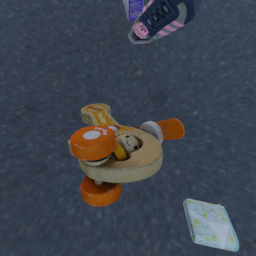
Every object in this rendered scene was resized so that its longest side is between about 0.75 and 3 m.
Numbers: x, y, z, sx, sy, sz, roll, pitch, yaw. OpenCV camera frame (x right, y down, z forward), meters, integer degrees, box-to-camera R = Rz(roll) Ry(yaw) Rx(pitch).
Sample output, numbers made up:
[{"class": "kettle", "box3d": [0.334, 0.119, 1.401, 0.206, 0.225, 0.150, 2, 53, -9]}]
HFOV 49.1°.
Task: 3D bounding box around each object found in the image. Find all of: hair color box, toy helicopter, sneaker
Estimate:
[{"class": "hair color box", "box3d": [0.103, -3.352, 6.920, 0.435, 1.343, 0.734, -14, 81, -3]}, {"class": "toy helicopter", "box3d": [-0.193, 0.060, 4.774, 1.692, 1.009, 2.559, -14, 28, -14]}, {"class": "sneaker", "box3d": [0.651, -2.237, 5.758, 0.990, 2.415, 0.847, -37, 97, -7]}]

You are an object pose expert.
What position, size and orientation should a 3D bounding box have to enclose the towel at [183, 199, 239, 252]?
[{"class": "towel", "box3d": [1.173, 1.382, 4.051, 0.667, 0.188, 0.780, 13, 29, -9]}]
